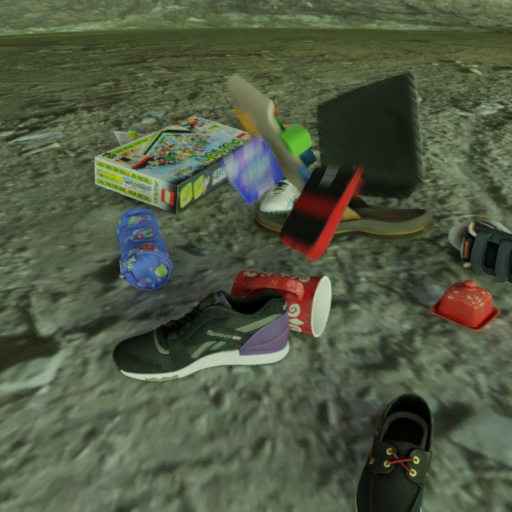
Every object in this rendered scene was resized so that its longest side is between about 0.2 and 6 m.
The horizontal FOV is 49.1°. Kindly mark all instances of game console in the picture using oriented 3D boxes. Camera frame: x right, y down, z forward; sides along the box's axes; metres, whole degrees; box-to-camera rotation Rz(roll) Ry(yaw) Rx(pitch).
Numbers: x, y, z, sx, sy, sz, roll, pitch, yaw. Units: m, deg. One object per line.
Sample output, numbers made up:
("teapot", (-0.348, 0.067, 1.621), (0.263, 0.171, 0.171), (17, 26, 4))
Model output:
("game console", (0.833, -0.613, 7.639), (0.213, 1.215, 1.374), (28, 2, -21))

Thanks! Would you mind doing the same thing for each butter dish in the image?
("butter dish", (3.235, 0.657, 8.593), (0.845, 0.625, 0.843), (25, 38, 38))

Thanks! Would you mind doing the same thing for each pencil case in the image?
("pencil case", (-2.041, -0.138, 9.936), (0.877, 0.788, 2.019), (-17, 31, -8))

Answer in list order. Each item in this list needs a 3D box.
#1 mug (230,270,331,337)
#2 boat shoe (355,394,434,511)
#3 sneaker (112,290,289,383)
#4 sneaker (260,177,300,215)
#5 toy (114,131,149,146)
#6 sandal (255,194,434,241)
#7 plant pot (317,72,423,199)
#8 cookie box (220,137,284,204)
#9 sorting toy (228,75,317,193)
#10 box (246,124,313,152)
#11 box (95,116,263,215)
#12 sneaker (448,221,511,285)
("mug", (0.336, 0.538, 8.315), (1.333, 1.183, 0.889), (8, 41, 24))
("boat shoe", (1.459, 2.166, 5.837), (0.662, 0.567, 1.809), (11, 31, 19))
("sneaker", (-0.742, 0.936, 7.594), (2.414, 1.057, 0.914), (-7, 29, -14))
("sneaker", (0.517, -1.321, 11.472), (0.694, 0.700, 1.931), (1, 25, 19))
("toy", (-3.096, -2.624, 14.791), (1.005, 0.412, 1.745), (-2, 49, -33))
("sandal", (1.691, -0.915, 11.092), (3.498, 0.955, 1.429), (4, 26, 23))
("plant pot", (1.811, -1.846, 9.348), (1.525, 1.719, 1.714), (-6, -4, 7))
("cookie box", (-0.050, -1.534, 10.237), (0.888, 1.039, 0.390), (-36, 62, 1))
("sorting toy", (0.447, -2.234, 10.344), (0.538, 2.224, 3.951), (-35, 38, 0))
("box", (0.655, -3.617, 17.115), (1.768, 0.230, 2.163), (-3, 29, -6))
("box", (-1.752, -2.421, 13.985), (2.292, 0.723, 4.164), (20, 33, 18))
("sneaker", (4.128, -0.002, 9.553), (0.939, 0.928, 2.366), (0, 17, -9))
